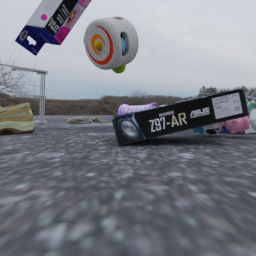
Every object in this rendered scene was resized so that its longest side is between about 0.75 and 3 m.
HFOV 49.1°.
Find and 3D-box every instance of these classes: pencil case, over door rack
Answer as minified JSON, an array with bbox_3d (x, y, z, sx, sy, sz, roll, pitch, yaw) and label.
[{"bbox_3d":[0.547,-0.897,15.538,2.365,1.011,0.993,1,-5,39],"label":"pencil case"},{"bbox_3d":[-3.992,-1.155,9.716,0.979,2.170,2.938,3,4,22],"label":"over door rack"}]

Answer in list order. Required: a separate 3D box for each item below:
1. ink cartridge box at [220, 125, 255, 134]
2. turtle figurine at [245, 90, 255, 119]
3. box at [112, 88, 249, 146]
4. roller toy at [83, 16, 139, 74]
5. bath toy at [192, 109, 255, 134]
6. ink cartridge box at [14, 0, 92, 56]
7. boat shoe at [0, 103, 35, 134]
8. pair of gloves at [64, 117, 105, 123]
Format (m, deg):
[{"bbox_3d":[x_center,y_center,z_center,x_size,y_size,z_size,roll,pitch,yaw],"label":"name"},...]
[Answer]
[{"bbox_3d":[2.478,0.014,6.388,0.914,0.198,0.897,-4,4,-24],"label":"ink cartridge box"},{"bbox_3d":[3.406,-0.465,6.523,1.662,1.118,2.220,-11,-7,-4],"label":"turtle figurine"},{"bbox_3d":[0.701,-0.190,4.552,1.889,0.411,1.513,-13,4,-1],"label":"box"},{"bbox_3d":[-0.545,-2.509,8.265,1.119,1.601,1.460,-29,-12,-43],"label":"roller toy"},{"bbox_3d":[1.977,-0.083,5.280,1.545,0.571,0.672,1,42,45],"label":"bath toy"},{"bbox_3d":[-1.437,-2.662,6.208,0.457,2.464,1.167,37,1,3],"label":"ink cartridge box"},{"bbox_3d":[-2.817,-0.269,5.593,0.786,0.835,2.193,1,3,22],"label":"boat shoe"},{"bbox_3d":[-1.887,-0.330,12.203,1.280,0.264,1.505,-2,-1,36],"label":"pair of gloves"}]
